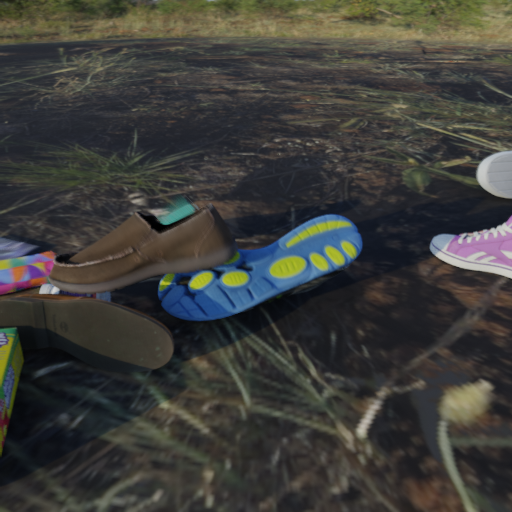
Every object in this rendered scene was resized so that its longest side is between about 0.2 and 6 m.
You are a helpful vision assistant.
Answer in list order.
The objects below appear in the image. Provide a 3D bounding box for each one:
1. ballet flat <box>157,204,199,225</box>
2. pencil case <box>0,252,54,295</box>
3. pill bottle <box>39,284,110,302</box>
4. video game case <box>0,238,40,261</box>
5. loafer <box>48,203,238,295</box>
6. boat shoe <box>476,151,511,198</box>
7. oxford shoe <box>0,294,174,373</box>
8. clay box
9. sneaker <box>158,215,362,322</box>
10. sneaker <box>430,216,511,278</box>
[{"bbox_3d":[-1.692,-0.363,10.188,1.957,0.704,0.704,-17,19,27],"label":"ballet flat"},{"bbox_3d":[-3.956,0.317,9.145,1.399,0.618,0.618,-11,29,-22],"label":"pencil case"},{"bbox_3d":[-2.765,0.634,8.558,0.960,0.535,0.535,1,27,1],"label":"pill bottle"},{"bbox_3d":[-4.828,-0.073,10.432,1.247,0.118,0.891,12,29,20],"label":"video game case"},{"bbox_3d":[-1.617,-0.176,7.807,2.633,0.935,0.961,-13,16,-3],"label":"loafer"},{"bbox_3d":[6.139,-1.969,13.393,2.967,1.070,1.052,-4,17,-31],"label":"boat shoe"},{"bbox_3d":[-2.266,0.898,7.703,2.652,0.946,0.945,10,14,14],"label":"oxford shoe"},{"bbox_3d":[-3.635,1.632,6.485,1.482,0.614,2.579,-5,28,-13],"label":"clay box"},{"bbox_3d":[0.090,0.340,8.670,3.199,1.326,1.134,-18,67,-4],"label":"sneaker"},{"bbox_3d":[4.163,-0.344,9.770,2.123,1.210,0.769,14,32,28],"label":"sneaker"}]
